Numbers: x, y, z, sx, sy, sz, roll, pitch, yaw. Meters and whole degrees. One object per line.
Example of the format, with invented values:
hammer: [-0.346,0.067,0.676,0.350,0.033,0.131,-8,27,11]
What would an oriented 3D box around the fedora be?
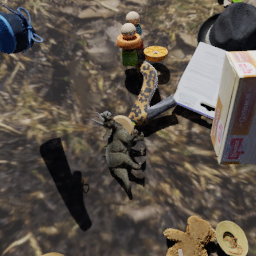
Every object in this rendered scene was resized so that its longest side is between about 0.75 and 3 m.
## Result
fedora: [3.553,-3.214,9.232,2.612,1.193,2.612,0,63,0]

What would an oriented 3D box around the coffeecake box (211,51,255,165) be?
coffeecake box: [2.401,-0.264,4.073,2.059,1.580,0.752,-1,40,3]

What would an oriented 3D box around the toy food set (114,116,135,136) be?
toy food set: [-0.190,0.036,7.977,0.775,0.190,0.783,32,104,10]

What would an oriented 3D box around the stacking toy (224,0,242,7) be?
stacking toy: [3.857,-5.068,10.737,0.978,0.413,0.886,-15,90,-4]

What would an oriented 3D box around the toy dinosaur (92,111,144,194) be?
toy dinosaur: [-0.180,0.617,7.591,1.142,0.859,2.232,-6,92,20]

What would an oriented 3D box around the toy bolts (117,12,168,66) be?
toy bolts: [0.395,-2.900,8.817,1.617,1.174,1.693,-6,41,-5]

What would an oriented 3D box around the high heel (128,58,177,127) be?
high heel: [0.244,-1.129,8.492,1.577,0.790,2.213,-29,63,-3]

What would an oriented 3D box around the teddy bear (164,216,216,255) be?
teddy bear: [1.368,2.903,6.608,1.204,0.554,1.661,13,72,15]

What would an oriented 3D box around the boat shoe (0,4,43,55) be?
boat shoe: [-2.315,-2.035,5.781,0.779,0.955,2.269,-23,27,-22]

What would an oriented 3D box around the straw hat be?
straw hat: [2.397,2.713,6.701,0.864,0.366,0.864,9,49,-10]

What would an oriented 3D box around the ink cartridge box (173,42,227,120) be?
ink cartridge box: [2.794,-1.256,8.586,2.308,0.469,2.312,25,76,12]

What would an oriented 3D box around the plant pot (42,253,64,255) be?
plant pot: [-1.807,3.261,5.982,1.136,1.219,1.136,0,64,1]
